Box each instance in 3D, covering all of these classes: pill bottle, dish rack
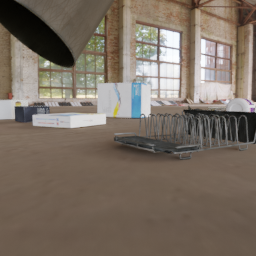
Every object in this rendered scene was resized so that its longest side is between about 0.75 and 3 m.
[{"bbox_3d":[4.539,-0.743,11.199,0.888,0.888,1.580,4,6,35],"label":"pill bottle"},{"bbox_3d":[0.960,0.023,4.666,2.265,0.618,1.737,-4,6,-34],"label":"dish rack"}]

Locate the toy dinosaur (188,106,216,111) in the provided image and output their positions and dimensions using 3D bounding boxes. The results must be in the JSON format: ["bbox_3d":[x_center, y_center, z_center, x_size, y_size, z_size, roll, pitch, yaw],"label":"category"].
[{"bbox_3d":[3.187,-0.663,12.556,0.957,0.516,2.172,14,3,-7],"label":"toy dinosaur"}]

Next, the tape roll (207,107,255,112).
[{"bbox_3d":[5.168,-0.756,13.429,2.729,0.499,2.729,0,6,0],"label":"tape roll"}]

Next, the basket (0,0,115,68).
[{"bbox_3d":[-1.165,-2.757,5.612,2.235,2.479,1.686,31,-16,18],"label":"basket"}]

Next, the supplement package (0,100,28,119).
[{"bbox_3d":[-5.061,-0.815,12.208,0.808,0.839,1.475,-1,6,7],"label":"supplement package"}]

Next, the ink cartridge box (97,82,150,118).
[{"bbox_3d":[-0.171,-1.279,13.115,2.142,1.564,1.572,2,4,18],"label":"ink cartridge box"}]

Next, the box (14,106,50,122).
[{"bbox_3d":[-3.579,-0.532,10.436,0.974,0.605,0.982,-5,7,-40],"label":"box"}]

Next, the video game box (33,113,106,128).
[{"bbox_3d":[-1.791,-0.264,8.775,1.551,0.398,1.702,1,5,32],"label":"video game box"}]
